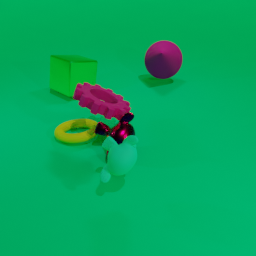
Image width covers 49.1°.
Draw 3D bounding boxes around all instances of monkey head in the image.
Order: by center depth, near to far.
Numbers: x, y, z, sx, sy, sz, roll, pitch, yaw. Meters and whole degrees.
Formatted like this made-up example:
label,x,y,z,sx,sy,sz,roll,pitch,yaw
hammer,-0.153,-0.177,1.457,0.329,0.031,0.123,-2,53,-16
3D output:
label,x,y,z,sx,sy,sz,roll,pitch,yaw
monkey head,-0.207,0.487,5.241,0.759,1.056,0.636,38,11,8
monkey head,-0.321,0.171,6.709,0.942,1.310,0.789,21,5,-11

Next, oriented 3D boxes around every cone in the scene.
label,x,y,z,sx,sy,sz,roll,pitch,yaw
cone,1.261,-2.605,10.231,1.486,1.486,1.491,5,5,9

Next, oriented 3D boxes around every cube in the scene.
label,x,y,z,sx,sy,sz,roll,pitch,yaw
cube,-1.977,-1.923,10.107,1.215,1.215,1.215,25,27,37

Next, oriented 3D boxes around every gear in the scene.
label,x,y,z,sx,sy,sz,roll,pitch,yaw
gear,-0.651,-0.698,7.135,1.461,0.270,1.461,21,23,-10

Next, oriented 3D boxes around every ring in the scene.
label,x,y,z,sx,sy,sz,roll,pitch,yaw
ring,-1.379,0.063,7.653,1.240,0.248,1.240,-3,24,1
